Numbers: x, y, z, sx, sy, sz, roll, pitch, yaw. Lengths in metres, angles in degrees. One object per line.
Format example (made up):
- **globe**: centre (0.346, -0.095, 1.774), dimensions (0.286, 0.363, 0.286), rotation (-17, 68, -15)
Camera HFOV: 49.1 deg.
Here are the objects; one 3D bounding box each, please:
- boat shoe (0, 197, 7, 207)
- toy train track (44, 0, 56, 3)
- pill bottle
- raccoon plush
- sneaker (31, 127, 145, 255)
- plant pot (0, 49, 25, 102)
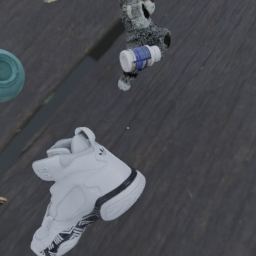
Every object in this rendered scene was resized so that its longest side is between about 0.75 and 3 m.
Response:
- **boat shoe**: centre (-2.767, 1.603, 5.451), dimensions (0.915, 0.330, 0.329), rotation (-20, 57, 9)
- **toy train track**: centre (-0.632, -3.194, 5.615), dimensions (0.425, 1.500, 2.615), rotation (25, 56, 32)
- **pill bottle**: centre (0.282, -1.552, 6.185), dimensions (0.841, 0.467, 0.467), rotation (-20, 66, -21)
- **raccoon plush**: centre (0.039, -2.032, 6.851), dimensions (2.212, 1.482, 1.070), rotation (-59, 34, 12)
- **sneaker**: centre (-1.124, 1.162, 5.007), dimensions (2.704, 1.016, 1.554), rotation (-38, 98, 23)
- **plant pot**: centre (-2.602, -1.111, 5.661), dimensions (1.110, 0.744, 1.110), rotation (1, 87, -32)
